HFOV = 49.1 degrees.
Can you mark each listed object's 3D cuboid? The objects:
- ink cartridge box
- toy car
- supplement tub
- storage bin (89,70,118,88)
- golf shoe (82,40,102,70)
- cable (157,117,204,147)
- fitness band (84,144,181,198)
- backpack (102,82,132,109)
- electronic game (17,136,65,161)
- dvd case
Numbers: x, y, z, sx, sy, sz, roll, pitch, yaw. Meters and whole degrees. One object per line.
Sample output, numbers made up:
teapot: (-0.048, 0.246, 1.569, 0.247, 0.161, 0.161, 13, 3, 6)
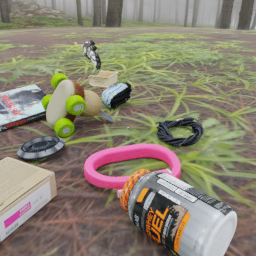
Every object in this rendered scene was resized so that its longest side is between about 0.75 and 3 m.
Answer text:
ink cartridge box: (-2.768, 1.491, 6.080, 1.551, 0.707, 1.883, 14, 28, 26)
toy car: (-1.667, -0.712, 10.241, 2.266, 1.788, 1.861, 10, 30, -42)
supplement tub: (0.862, 1.599, 5.260, 1.215, 1.215, 1.983, -22, 33, -39)
storage bin: (-1.342, -2.707, 15.334, 1.224, 0.578, 1.233, 10, 27, 19)
golf shoe: (-1.686, -3.301, 12.932, 0.677, 1.433, 0.557, -19, -7, 15)
cable: (1.731, 0.063, 9.449, 1.572, 0.490, 1.927, 5, 26, 12)
fitness band: (0.137, 1.018, 7.406, 2.567, 0.480, 1.843, -7, 25, -17)
backpack: (-0.523, -1.358, 11.982, 0.954, 1.012, 1.240, 28, 51, 13)
electronic game: (-2.626, 0.597, 8.503, 1.409, 0.293, 1.409, -6, 22, 3)
dvd case: (-4.448, -0.798, 10.836, 2.921, 0.322, 2.133, -24, 47, -34)
